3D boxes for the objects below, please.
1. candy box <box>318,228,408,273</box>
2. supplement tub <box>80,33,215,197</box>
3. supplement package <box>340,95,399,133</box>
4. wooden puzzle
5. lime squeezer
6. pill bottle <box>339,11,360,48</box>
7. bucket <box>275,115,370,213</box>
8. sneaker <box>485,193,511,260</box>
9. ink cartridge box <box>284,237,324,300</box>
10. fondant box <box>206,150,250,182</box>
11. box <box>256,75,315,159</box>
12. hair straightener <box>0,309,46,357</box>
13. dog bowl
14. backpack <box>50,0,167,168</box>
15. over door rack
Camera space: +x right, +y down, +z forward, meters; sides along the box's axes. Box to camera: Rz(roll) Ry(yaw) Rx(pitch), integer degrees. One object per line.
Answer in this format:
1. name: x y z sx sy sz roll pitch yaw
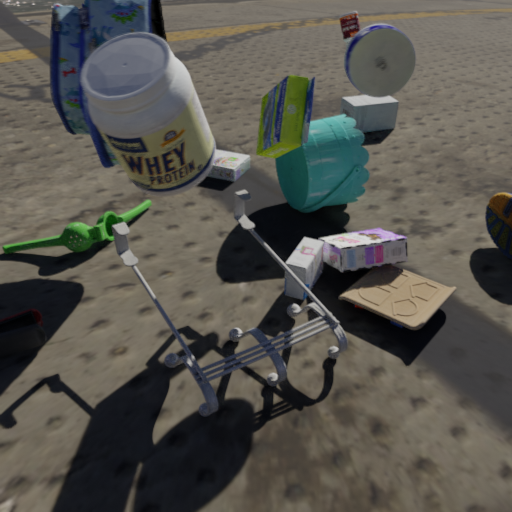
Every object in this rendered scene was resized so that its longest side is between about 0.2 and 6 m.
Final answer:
1. candy box: 1.914 -0.119 10.160 1.280 0.458 1.073 -9 14 -13
2. supplement tub: -1.022 -1.342 5.496 1.000 1.380 1.000 -5 60 10
3. supplement package: 3.289 -4.175 16.389 1.453 0.852 0.849 -10 34 -15
4. wooden puzzle: 2.342 0.700 9.321 1.503 0.348 1.392 20 36 36
5. lime squeezer: -3.261 -0.480 11.127 3.163 0.597 1.117 -24 9 -30
6. pill bottle: 1.820 -4.317 10.738 0.358 0.626 0.358 -14 15 4
7. bucket: 1.341 -1.949 11.966 1.344 2.066 2.066 -13 35 -16
8. sneaker: 5.466 -0.245 10.329 1.206 1.030 2.737 -8 42 -25
9. ink cartridge box: 0.843 0.210 9.738 0.400 0.683 0.945 15 36 21
10. fondant box: -0.911 -2.270 13.885 1.273 0.371 0.918 13 35 21
11. box: 0.417 -2.135 8.733 0.395 1.011 1.659 6 1 -14
12. hair straightener: -4.202 1.464 7.972 2.371 0.485 0.912 -16 36 -23
13. dog bowl: 2.010 -3.175 9.148 1.104 1.104 0.435 0 29 -1
14. backpack: -2.536 -3.049 10.114 2.051 2.554 2.791 -5 75 -5
15. over door rack: -0.454 0.631 8.488 2.364 1.066 3.200 -19 58 -26
